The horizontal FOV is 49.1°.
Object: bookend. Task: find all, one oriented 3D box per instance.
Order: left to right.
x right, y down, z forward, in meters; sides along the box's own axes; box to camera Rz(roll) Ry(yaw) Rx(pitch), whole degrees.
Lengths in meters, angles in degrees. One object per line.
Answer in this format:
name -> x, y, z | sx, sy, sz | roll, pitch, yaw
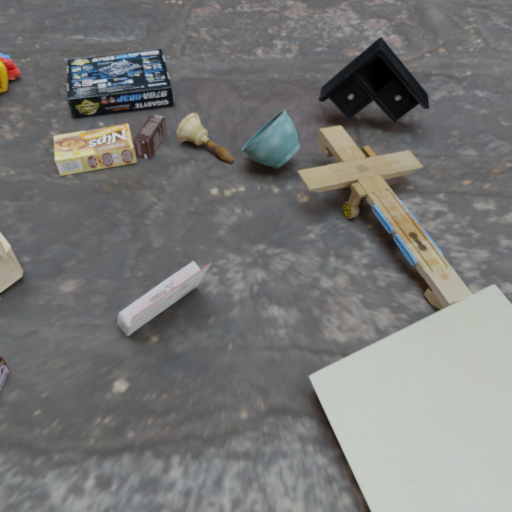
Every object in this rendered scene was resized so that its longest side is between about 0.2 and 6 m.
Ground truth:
bookend -> 2.270, -3.091, 10.851 | 1.492, 1.501, 0.691 | 43, 35, -20

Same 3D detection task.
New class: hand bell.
hand bell -> -0.881, -2.103, 10.539 | 1.182, 0.615, 0.615 | 40, 57, 17

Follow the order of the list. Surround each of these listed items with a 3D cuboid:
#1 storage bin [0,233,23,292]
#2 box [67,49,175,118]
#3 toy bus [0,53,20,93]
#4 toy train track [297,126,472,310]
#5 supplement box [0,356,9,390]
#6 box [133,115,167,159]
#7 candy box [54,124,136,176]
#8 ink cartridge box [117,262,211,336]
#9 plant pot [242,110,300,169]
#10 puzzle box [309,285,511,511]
storage bin -> -5.664, -0.217, 7.961 | 3.285, 1.551, 3.309 | -32, 54, -25
box -> -2.919, -3.709, 11.957 | 2.139, 0.492, 1.700 | -10, 48, -10
toy bus -> -5.788, -3.888, 11.887 | 1.520, 1.074, 1.583 | -11, 48, -32
toy train track -> 2.046, -0.646, 9.083 | 2.251, 0.638, 3.924 | -13, 53, -21
supplement box -> -3.872, 1.591, 7.067 | 1.224, 0.373, 0.666 | 3, 47, 1
box -> -2.006, -2.266, 10.657 | 0.320, 0.428, 0.854 | 9, 46, 9
candy box -> -2.993, -1.980, 10.405 | 1.408, 0.389, 0.813 | -11, 48, -10
ink cartridge box -> -1.261, 0.511, 7.554 | 1.278, 1.109, 0.278 | -36, 83, -25
plant pot -> 0.344, -1.991, 9.981 | 0.687, 1.025, 1.025 | 46, 52, -12
puzzle box -> 2.438, 2.349, 5.748 | 2.572, 0.491, 3.866 | -26, 50, 2
